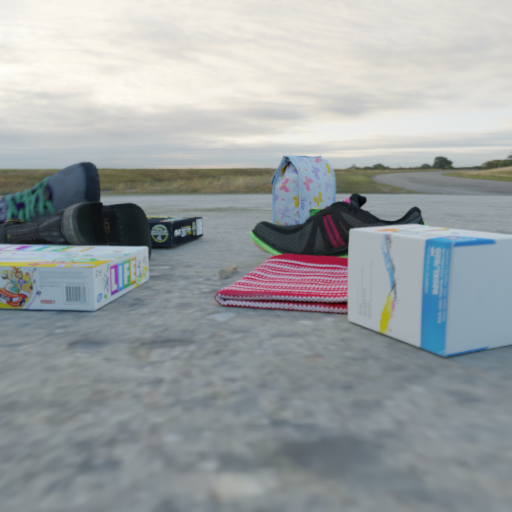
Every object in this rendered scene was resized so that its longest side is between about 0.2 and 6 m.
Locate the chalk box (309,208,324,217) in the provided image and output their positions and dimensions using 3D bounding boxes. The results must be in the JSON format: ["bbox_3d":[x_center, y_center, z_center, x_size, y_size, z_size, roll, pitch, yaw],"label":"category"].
[{"bbox_3d":[1.904,-0.705,12.992,1.334,0.833,0.827,0,8,8],"label":"chalk box"}]

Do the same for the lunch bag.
[{"bbox_3d":[1.430,-1.944,16.942,1.381,2.172,1.842,8,12,42],"label":"lunch bag"}]

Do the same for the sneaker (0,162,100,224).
[{"bbox_3d":[-4.304,-0.881,11.129,1.543,1.312,3.525,-4,-13,-37],"label":"sneaker"}]

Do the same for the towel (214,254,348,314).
[{"bbox_3d":[0.781,0.315,7.692,2.001,0.311,2.767,1,8,15],"label":"towel"}]

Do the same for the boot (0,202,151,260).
[{"bbox_3d":[-3.376,-0.321,9.675,2.446,0.973,2.810,-8,-9,19],"label":"boot"}]

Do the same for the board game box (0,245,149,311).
[{"bbox_3d":[-3.215,0.223,7.454,3.053,0.523,2.052,1,7,6],"label":"board game box"}]

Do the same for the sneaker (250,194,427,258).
[{"bbox_3d":[1.395,-0.433,9.509,2.998,1.256,1.151,2,8,9],"label":"sneaker"}]

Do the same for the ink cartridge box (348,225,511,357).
[{"bbox_3d":[1.708,0.256,5.484,1.033,1.015,1.404,-4,9,-28],"label":"ink cartridge box"}]

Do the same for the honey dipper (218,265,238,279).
[{"bbox_3d":[-0.418,0.234,8.845,0.156,0.156,0.821,2,5,12],"label":"honey dipper"}]

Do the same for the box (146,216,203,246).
[{"bbox_3d":[-2.482,-0.593,13.017,1.970,0.600,2.445,-1,7,11],"label":"box"}]
